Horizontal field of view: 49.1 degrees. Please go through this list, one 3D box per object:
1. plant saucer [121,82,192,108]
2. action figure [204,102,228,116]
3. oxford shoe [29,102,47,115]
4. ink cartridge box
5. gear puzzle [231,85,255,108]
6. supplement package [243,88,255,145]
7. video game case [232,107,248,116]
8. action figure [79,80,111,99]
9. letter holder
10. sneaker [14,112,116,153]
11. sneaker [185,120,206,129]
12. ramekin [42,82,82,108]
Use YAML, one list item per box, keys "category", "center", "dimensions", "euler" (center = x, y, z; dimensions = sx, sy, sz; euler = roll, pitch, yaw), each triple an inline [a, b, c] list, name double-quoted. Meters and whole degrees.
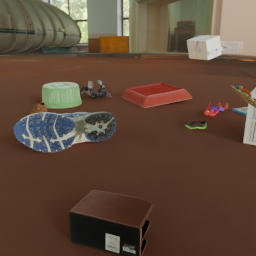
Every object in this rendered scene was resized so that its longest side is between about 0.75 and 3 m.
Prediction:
- category: "plant saucer"
  center: [1.351, -1.749, 13.946]
  dimensions: [2.682, 0.492, 2.677]
  euler: [-12, 22, -22]
- category: "action figure"
  center: [3.588, -0.791, 11.600]
  dimensions: [0.547, 0.432, 1.672]
  euler: [18, 28, 36]
- category: "oxford shoe"
  center: [-3.587, -0.655, 10.977]
  dimensions: [0.531, 0.530, 1.488]
  euler: [2, 21, 1]
- category: "ink cartridge box"
  center: [2.040, -2.122, 7.367]
  dimensions: [0.518, 0.505, 0.806]
  euler: [-27, 28, -23]
- category: "gear puzzle"
  center: [2.682, -0.591, 5.903]
  dimensions: [0.706, 0.178, 1.363]
  euler: [37, 15, -18]
- category: "supplement package"
  center: [4.723, -0.307, 8.290]
  dimensions: [2.076, 1.564, 1.575]
  euler: [11, 22, 29]
- category: "video game case"
  center: [5.150, -0.730, 11.821]
  dimensions: [1.176, 0.105, 0.842]
  euler: [-7, 20, -21]
- category: "action figure"
  center: [-1.720, -1.976, 14.279]
  dimensions: [1.824, 0.931, 1.084]
  euler: [7, 9, 24]
- category: "letter holder"
  center: [-0.230, 1.502, 4.534]
  dimensions: [1.154, 0.580, 0.820]
  euler: [7, 18, 19]
- category: "sneaker"
  center: [-1.894, 0.043, 8.418]
  dimensions: [2.923, 1.126, 1.245]
  euler: [-2, 7, -28]
- category: "sneaker"
  center: [2.357, -0.148, 9.779]
  dimensions: [0.750, 0.314, 0.288]
  euler: [-1, 19, -3]
- category: "ramekin"
  center: [-3.107, -1.569, 13.037]
  dimensions: [1.846, 0.902, 1.846]
  euler: [0, 19, 0]
